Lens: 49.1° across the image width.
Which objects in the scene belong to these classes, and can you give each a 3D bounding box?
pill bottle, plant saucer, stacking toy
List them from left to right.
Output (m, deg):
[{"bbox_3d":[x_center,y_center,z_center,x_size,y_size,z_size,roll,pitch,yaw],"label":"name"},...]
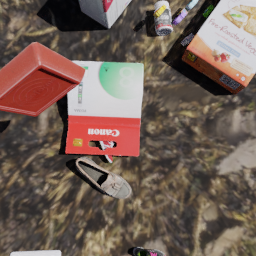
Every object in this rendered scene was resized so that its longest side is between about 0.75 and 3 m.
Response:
[{"bbox_3d":[-1.381,-0.588,4.172,1.291,1.293,0.237,-34,74,15],"label":"plant saucer"},{"bbox_3d":[1.050,-3.303,8.431,0.508,0.508,0.892,-5,81,-1],"label":"pill bottle"},{"bbox_3d":[1.702,-3.456,8.249,1.300,0.405,1.724,41,76,-15],"label":"stacking toy"}]

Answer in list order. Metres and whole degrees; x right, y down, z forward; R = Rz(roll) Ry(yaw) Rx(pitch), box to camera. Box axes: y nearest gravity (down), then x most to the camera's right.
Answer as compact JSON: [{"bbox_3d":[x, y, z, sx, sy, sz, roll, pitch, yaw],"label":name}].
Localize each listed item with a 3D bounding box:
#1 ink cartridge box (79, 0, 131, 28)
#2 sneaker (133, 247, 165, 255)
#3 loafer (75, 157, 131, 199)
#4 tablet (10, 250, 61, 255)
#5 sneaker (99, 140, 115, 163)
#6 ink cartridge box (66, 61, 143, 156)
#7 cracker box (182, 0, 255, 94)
[{"bbox_3d":[-0.267,-4.527,7.894,1.145,1.973,2.673,36,83,7],"label":"ink cartridge box"},{"bbox_3d":[0.560,3.359,7.363,0.855,0.374,0.316,13,81,2],"label":"sneaker"},{"bbox_3d":[-0.704,1.381,7.609,1.754,0.552,0.631,32,82,5],"label":"loafer"},{"bbox_3d":[-2.461,3.737,7.446,1.351,0.092,0.879,-2,80,0],"label":"tablet"},{"bbox_3d":[-0.487,0.542,7.889,0.456,0.289,0.812,-23,79,0],"label":"sneaker"},{"bbox_3d":[-0.653,-0.584,7.769,2.084,0.649,2.590,2,71,0],"label":"ink cartridge box"},{"bbox_3d":[3.212,-2.739,8.163,1.953,0.841,2.915,34,81,5],"label":"cracker box"}]
